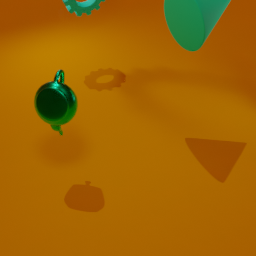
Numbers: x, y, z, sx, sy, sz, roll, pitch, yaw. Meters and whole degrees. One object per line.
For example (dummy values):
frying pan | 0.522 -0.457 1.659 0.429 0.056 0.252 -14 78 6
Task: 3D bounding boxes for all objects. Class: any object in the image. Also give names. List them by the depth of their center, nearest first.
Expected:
teapot | -1.573 -0.519 6.351 0.991 1.594 0.781 8 14 9
cone | 2.015 -3.000 7.007 1.606 1.600 1.600 -30 49 -12
gear | -1.532 -4.776 9.994 1.637 1.637 0.303 -22 67 -21
